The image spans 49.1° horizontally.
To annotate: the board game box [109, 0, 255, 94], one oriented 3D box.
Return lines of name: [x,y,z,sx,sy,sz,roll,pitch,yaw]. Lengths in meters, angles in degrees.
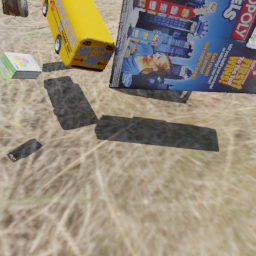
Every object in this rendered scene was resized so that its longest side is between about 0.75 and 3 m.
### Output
board game box: [1.337,-1.782,5.017,2.946,2.947,0.909,14,42,-1]

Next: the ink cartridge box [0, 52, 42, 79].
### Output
ink cartridge box: [-1.910,-1.060,4.792,0.408,0.233,0.786,53,28,11]

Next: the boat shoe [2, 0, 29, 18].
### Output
boat shoe: [-3.499,-4.312,7.954,0.872,2.428,0.919,-9,44,-11]

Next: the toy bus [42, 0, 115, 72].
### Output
toy bus: [-1.232,-2.432,6.437,0.883,1.062,2.713,1,51,-34]
